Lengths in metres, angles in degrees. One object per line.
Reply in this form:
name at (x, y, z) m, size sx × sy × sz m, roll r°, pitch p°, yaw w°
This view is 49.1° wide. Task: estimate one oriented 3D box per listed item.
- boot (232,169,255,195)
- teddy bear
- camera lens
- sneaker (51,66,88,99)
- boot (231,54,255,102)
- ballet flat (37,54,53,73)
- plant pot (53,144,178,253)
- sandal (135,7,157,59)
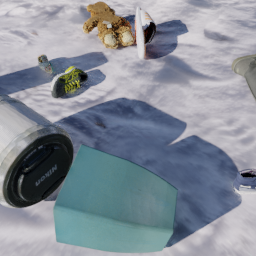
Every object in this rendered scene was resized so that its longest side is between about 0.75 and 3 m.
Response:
boot at (2.949, 1.153, 6.146) m, size 1.235 × 0.558 × 0.449 m, roll -6°, pitch 45°, yaw -6°
teddy bear at (-0.783, -4.032, 11.321) m, size 1.944 × 0.895 × 2.681 m, roll -36°, pitch 62°, yaw -22°
camera lens at (-2.465, 0.418, 5.967) m, size 2.302 × 1.841 × 1.841 m, roll 29°, pitch 52°, yaw 27°
sneaker at (-1.811, -1.439, 8.750) m, size 0.664 × 0.585 × 1.570 m, roll 16°, pitch 47°, yaw 16°
boot at (4.571, -1.539, 8.666) m, size 2.139 × 0.854 × 2.353 m, roll -18°, pitch 39°, yaw 2°
ballet flat at (-2.866, -2.175, 9.598) m, size 0.376 × 0.444 × 1.175 m, roll -13°, pitch 38°, yaw -21°
plant pot at (-0.168, 1.495, 5.296) m, size 2.002 × 1.415 × 1.414 m, roll 15°, pitch 46°, yaw 3°
sandal at (0.712, -3.589, 10.717) m, size 0.774 × 1.035 × 2.701 m, roll -1°, pitch 53°, yaw -3°
